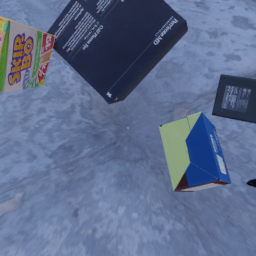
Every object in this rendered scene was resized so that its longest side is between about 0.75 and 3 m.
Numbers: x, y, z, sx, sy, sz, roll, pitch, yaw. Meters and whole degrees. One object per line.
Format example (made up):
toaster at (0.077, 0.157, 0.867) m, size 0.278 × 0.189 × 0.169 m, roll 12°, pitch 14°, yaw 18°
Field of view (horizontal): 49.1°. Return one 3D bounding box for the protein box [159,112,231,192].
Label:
protein box at (1.205, 0.483, 4.928) m, size 0.777 × 1.152 × 1.144 m, roll -18°, pitch 70°, yaw 22°

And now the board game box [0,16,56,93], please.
board game box at (-2.079, -1.352, 5.405) m, size 0.387 × 1.233 × 2.582 m, roll 19°, pitch 13°, yaw 2°

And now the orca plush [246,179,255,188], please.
orca plush at (2.864, 0.221, 5.617) m, size 0.757 × 1.121 × 2.131 m, roll 36°, pitch 75°, yaw 7°

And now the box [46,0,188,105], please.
box at (-0.266, -2.300, 6.886) m, size 2.336 × 2.566 × 1.336 m, roll 46°, pitch 17°, yaw 4°

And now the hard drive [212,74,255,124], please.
hard drive at (1.939, -0.451, 4.548) m, size 0.998 × 0.697 × 0.164 m, roll 13°, pitch 18°, yaw 16°
